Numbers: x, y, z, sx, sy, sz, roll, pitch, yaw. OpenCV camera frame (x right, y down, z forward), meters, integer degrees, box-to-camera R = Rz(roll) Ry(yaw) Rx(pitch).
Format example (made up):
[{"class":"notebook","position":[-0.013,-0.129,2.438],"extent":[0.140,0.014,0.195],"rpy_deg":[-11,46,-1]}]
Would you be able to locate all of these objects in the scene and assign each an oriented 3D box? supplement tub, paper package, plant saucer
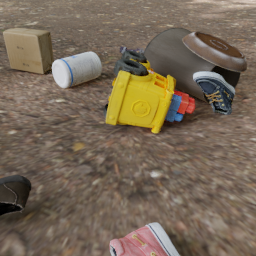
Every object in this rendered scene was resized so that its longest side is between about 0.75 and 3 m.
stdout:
[{"class":"supplement tub","position":[-1.699,-1.953,9.362],"extent":[0.943,0.943,1.429],"rpy_deg":[27,41,37]},{"class":"paper package","position":[-3.607,-2.839,10.294],"extent":[1.536,1.464,0.795],"rpy_deg":[11,33,17]},{"class":"plant saucer","position":[2.239,-1.987,7.051],"extent":[1.774,0.285,1.774],"rpy_deg":[17,34,-12]}]

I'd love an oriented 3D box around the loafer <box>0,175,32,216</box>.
[{"class":"loafer","position":[-2.261,1.198,4.177],"extent":[1.612,0.588,0.575],"rpy_deg":[-20,43,-3]}]

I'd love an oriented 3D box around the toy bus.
[{"class":"toy bus","position":[0.626,-0.906,7.299],"extent":[2.172,1.535,2.262],"rpy_deg":[15,29,0]}]

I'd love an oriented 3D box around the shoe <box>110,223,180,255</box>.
[{"class":"shoe","position":[0.371,1.912,3.388],"extent":[0.780,0.613,1.716],"rpy_deg":[-14,29,-19]}]

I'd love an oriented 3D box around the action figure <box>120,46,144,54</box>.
[{"class":"action figure","position":[0.223,-3.326,12.182],"extent":[1.118,0.388,0.727],"rpy_deg":[11,26,10]}]

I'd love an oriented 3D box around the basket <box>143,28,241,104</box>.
[{"class":"basket","position":[2.051,-1.921,8.698],"extent":[2.254,1.700,2.500],"rpy_deg":[-20,40,-23]}]

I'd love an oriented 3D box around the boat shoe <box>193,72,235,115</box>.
[{"class":"boat shoe","position":[2.122,-0.815,6.782],"extent":[1.525,0.692,0.539],"rpy_deg":[18,-17,-39]}]
